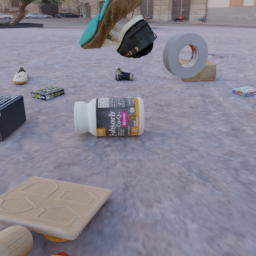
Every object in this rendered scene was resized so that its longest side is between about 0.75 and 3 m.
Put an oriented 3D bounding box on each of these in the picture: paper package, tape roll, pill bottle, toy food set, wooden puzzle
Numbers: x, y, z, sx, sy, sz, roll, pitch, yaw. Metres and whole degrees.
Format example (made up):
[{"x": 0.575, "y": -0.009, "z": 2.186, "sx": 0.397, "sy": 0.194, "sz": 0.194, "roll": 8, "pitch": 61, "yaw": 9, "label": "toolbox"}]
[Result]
[{"x": 3.339, "y": -2.882, "z": 13.837, "sx": 1.598, "sy": 0.827, "sz": 1.523, "roll": -2, "pitch": 24, "yaw": -2, "label": "paper package"}, {"x": 1.405, "y": -1.783, "z": 6.873, "sx": 1.076, "sy": 1.076, "sz": 0.355, "roll": -7, "pitch": 24, "yaw": -16, "label": "tape roll"}, {"x": -0.510, "y": -0.308, "z": 7.805, "sx": 1.864, "sy": 1.085, "sz": 1.085, "roll": -2, "pitch": 24, "yaw": -3, "label": "pill bottle"}, {"x": -1.994, "y": 1.777, "z": 3.178, "sx": 2.579, "sy": 1.231, "sz": 1.160, "roll": -20, "pitch": -8, "yaw": -7, "label": "toy food set"}, {"x": -1.317, "y": 1.342, "z": 4.710, "sx": 1.691, "sy": 0.423, "sz": 1.826, "roll": 7, "pitch": 9, "yaw": 15, "label": "wooden puzzle"}]

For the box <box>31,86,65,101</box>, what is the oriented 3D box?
[{"x": -3.216, "y": -1.413, "z": 11.291, "sx": 0.832, "sy": 0.230, "sz": 1.038, "roll": 14, "pitch": 28, "yaw": 29, "label": "box"}]

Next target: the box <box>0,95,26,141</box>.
[{"x": -3.987, "y": -0.351, "z": 8.072, "sx": 1.477, "sy": 0.917, "sz": 1.489, "roll": 3, "pitch": 24, "yaw": 8, "label": "box"}]

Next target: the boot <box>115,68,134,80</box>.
[{"x": -0.157, "y": -2.625, "z": 13.773, "sx": 0.897, "sy": 0.429, "sz": 1.187, "roll": 3, "pitch": 30, "yaw": 0, "label": "boot"}]

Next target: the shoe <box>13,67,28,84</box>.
[{"x": -5.144, "y": -2.523, "z": 13.423, "sx": 0.658, "sy": 0.502, "sz": 1.881, "roll": -6, "pitch": 25, "yaw": -13, "label": "shoe"}]

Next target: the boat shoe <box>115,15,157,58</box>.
[{"x": 0.155, "y": -1.626, "z": 5.551, "sx": 0.649, "sy": 0.556, "sz": 1.775, "roll": -38, "pitch": 5, "yaw": -2, "label": "boat shoe"}]

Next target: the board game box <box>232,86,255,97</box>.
[{"x": 4.922, "y": -1.515, "z": 11.587, "sx": 0.979, "sy": 0.169, "sz": 0.663, "roll": -12, "pitch": 27, "yaw": -25, "label": "board game box"}]

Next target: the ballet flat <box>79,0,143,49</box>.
[{"x": -0.455, "y": -2.791, "z": 7.527, "sx": 0.994, "sy": 0.932, "sz": 2.748, "roll": 20, "pitch": -26, "yaw": -22, "label": "ballet flat"}]
